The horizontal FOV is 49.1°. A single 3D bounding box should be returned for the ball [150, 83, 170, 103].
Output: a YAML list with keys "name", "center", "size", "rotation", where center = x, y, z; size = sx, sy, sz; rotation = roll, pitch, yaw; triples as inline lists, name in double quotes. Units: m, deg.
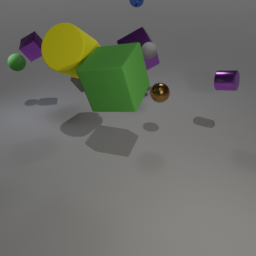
- name: "ball"
  center: [1.119, -1.236, 9.818]
  size: [0.700, 0.700, 0.700]
  rotation: [0, 31, 0]

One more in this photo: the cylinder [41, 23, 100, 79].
- name: "cylinder"
  center: [-1.667, -2.297, 8.573]
  size: [1.400, 1.400, 1.400]
  rotation: [10, 4, 16]

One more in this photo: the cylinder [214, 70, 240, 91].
- name: "cylinder"
  center: [3.468, -1.662, 9.821]
  size: [0.700, 0.700, 0.700]
  rotation: [8, 30, 34]

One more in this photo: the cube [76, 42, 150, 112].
- name: "cube"
  center: [-0.349, -1.410, 7.906]
  size: [1.400, 1.400, 1.400]
  rotation: [1, 41, 24]

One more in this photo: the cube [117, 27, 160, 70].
- name: "cube"
  center: [0.511, -3.610, 13.376]
  size: [1.400, 1.400, 1.400]
  rotation: [-28, 67, 5]

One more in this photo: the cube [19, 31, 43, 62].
- name: "cube"
  center: [-3.696, -3.163, 10.894]
  size: [0.700, 0.700, 0.700]
  rotation: [-23, 48, 15]

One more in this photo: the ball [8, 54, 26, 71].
- name: "ball"
  center: [-4.544, -2.681, 11.455]
  size: [0.700, 0.700, 0.700]
  rotation: [0, 31, 0]

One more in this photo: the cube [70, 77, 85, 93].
- name: "cube"
  center: [-1.603, -1.871, 10.263]
  size: [0.700, 0.700, 0.700]
  rotation: [-24, 43, 19]

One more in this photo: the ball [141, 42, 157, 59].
- name: "ball"
  center: [0.910, -3.354, 12.109]
  size: [0.700, 0.700, 0.700]
  rotation: [0, 31, 0]

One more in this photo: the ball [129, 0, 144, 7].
- name: "ball"
  center: [0.405, -6.050, 13.170]
  size: [0.700, 0.700, 0.700]
  rotation: [0, 31, 0]
